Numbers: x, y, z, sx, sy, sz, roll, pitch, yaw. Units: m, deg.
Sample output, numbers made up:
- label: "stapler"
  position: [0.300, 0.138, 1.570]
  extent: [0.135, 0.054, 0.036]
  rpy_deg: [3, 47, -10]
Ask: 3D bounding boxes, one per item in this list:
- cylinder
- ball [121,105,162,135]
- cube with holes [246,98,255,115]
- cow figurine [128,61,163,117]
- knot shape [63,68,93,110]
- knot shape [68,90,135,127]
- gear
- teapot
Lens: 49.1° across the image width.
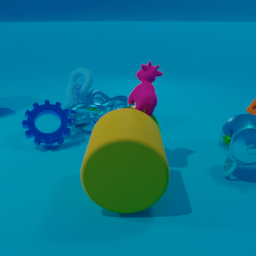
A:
- label: "cylinder"
  position: [-0.042, 0.516, 4.942]
  extent: [1.386, 1.386, 1.386]
  rpy_deg: [0, 23, 0]
- label: "ball"
  position: [0.118, 0.124, 6.224]
  extent: [1.248, 1.248, 1.248]
  rpy_deg: [0, 23, 0]
- label: "cube with holes"
  position: [3.914, -0.413, 6.955]
  extent: [1.069, 1.069, 1.069]
  rpy_deg: [29, 15, -30]
- label: "cow figurine"
  position: [0.387, -0.793, 5.663]
  extent: [0.535, 0.958, 0.974]
  rpy_deg: [17, 27, -25]
- label: "knot shape"
  position: [-1.612, -1.020, 8.855]
  extent: [0.726, 1.571, 1.470]
  rpy_deg: [13, 32, -13]
- label: "knot shape"
  position: [-0.640, -0.444, 7.935]
  extent: [1.856, 0.916, 1.983]
  rpy_deg: [15, 28, 33]
- label: "gear"
  position: [-1.990, -0.116, 6.967]
  extent: [1.195, 0.221, 1.195]
  rpy_deg: [5, 64, -12]
- label: "teapot"
  position: [2.346, 0.235, 5.438]
  extent: [1.058, 1.702, 0.833]
  rpy_deg: [29, 19, -1]
